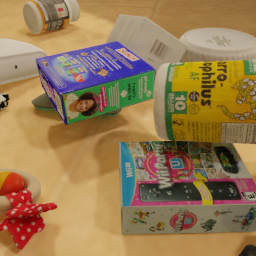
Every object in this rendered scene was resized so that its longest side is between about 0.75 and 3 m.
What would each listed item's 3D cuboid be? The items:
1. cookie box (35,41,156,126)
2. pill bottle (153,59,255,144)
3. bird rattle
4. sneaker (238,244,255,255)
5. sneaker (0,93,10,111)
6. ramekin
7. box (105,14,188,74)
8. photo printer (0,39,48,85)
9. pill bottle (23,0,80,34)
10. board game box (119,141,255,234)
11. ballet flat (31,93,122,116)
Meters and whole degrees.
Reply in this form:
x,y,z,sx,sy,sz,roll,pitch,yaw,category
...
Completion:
x,y,z,sx,sy,sz,roll,pitch,yaw,category
-0.791,-1.205,6.809,2.288,0.860,1.957,-19,42,-22,cookie box
1.932,-0.475,5.186,2.710,1.528,1.528,2,35,18,pill bottle
-2.184,1.132,4.934,1.972,1.111,1.608,3,19,-1,bird rattle
2.784,1.783,4.018,2.705,0.899,1.224,-13,40,-14,sneaker
-3.670,-0.666,7.838,0.553,0.477,1.262,-4,36,-6,sneaker
2.932,-2.343,9.388,2.998,1.396,2.998,-1,35,0,ramekin
0.496,-2.682,9.126,1.721,1.202,2.261,22,13,-28,box
-4.358,-2.276,9.368,2.433,1.016,2.925,20,30,25,photo printer
-3.789,-5.742,14.089,1.498,1.498,2.575,30,45,35,pill bottle
1.004,1.012,5.210,2.320,0.746,1.711,-2,35,-2,board game box
-1.436,-0.915,7.833,2.638,0.840,0.889,7,23,9,ballet flat
